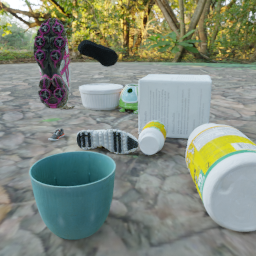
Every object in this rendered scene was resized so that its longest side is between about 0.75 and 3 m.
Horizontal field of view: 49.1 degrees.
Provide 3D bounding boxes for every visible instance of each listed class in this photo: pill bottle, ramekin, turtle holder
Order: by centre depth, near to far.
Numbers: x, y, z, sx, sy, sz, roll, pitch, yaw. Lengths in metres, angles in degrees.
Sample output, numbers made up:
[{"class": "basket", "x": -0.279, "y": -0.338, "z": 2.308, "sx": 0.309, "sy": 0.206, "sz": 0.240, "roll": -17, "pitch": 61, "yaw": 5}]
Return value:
[{"class": "pill bottle", "x": 2.064, "y": 0.790, "z": 5.988, "sx": 1.499, "sy": 1.499, "sz": 2.659, "roll": 0, "pitch": 18, "yaw": 1}, {"class": "pill bottle", "x": 0.769, "y": 0.308, "z": 8.780, "sx": 0.791, "sy": 0.791, "sz": 1.424, "roll": 4, "pitch": 17, "yaw": 12}, {"class": "turtle holder", "x": 0.414, "y": -1.447, "z": 13.711, "sx": 1.379, "sy": 1.289, "sz": 1.815, "roll": -15, "pitch": 22, "yaw": -41}, {"class": "ramekin", "x": -1.378, "y": -1.652, "z": 14.728, "sx": 2.336, "sy": 1.088, "sz": 2.336, "roll": 0, "pitch": 18, "yaw": 0}]

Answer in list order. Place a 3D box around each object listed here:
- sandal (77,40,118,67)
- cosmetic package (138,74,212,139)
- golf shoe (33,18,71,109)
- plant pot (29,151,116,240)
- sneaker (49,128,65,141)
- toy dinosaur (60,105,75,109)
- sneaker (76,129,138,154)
[{"class": "sandal", "x": -1.233, "y": -3.280, "z": 11.959, "sx": 2.257, "sy": 0.848, "sz": 0.540, "roll": 14, "pitch": 42, "yaw": -54}, {"class": "cosmetic package", "x": 1.780, "y": -0.892, "z": 10.527, "sx": 2.483, "sy": 2.078, "sz": 2.065, "roll": 4, "pitch": 17, "yaw": 13}, {"class": "golf shoe", "x": -2.025, "y": -1.723, "z": 7.671, "sx": 0.862, "sy": 2.374, "sz": 1.093, "roll": 1, "pitch": 6, "yaw": 0}, {"class": "plant pot", "x": -0.952, "y": 1.233, "z": 5.070, "sx": 1.482, "sy": 1.189, "sz": 1.482, "roll": 0, "pitch": 17, "yaw": 0}, {"class": "sneaker", "x": -2.542, "y": 0.210, "z": 9.902, "sx": 0.314, "sy": 0.333, "sz": 0.814, "roll": 5, "pitch": 18, "yaw": 16}, {"class": "toy dinosaur", "x": -3.352, "y": -1.101, "z": 14.437, "sx": 1.175, "sy": 0.342, "sz": 0.594, "roll": 10, "pitch": 3, "yaw": 9}, {"class": "sneaker", "x": -0.597, "y": 0.347, "z": 8.914, "sx": 2.015, "sy": 0.757, "sz": 0.817, "roll": 7, "pitch": 10, "yaw": 19}]
